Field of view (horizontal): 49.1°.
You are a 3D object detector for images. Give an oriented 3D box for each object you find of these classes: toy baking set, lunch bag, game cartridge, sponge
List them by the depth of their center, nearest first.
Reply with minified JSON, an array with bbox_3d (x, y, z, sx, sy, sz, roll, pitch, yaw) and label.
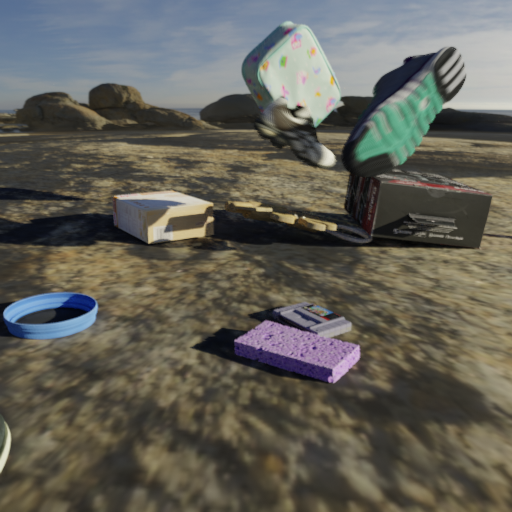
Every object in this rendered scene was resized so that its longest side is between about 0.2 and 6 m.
[{"bbox_3d":[0.479,1.113,6.638,1.334,0.199,0.744,10,19,32],"label":"sponge"},{"bbox_3d":[0.750,0.861,7.590,0.623,0.185,0.961,-16,22,-32],"label":"game cartridge"},{"bbox_3d":[0.995,-0.681,11.875,3.340,0.389,2.563,5,12,-41],"label":"toy baking set"},{"bbox_3d":[0.919,-4.220,13.618,2.002,2.496,0.962,-48,44,-9],"label":"lunch bag"}]

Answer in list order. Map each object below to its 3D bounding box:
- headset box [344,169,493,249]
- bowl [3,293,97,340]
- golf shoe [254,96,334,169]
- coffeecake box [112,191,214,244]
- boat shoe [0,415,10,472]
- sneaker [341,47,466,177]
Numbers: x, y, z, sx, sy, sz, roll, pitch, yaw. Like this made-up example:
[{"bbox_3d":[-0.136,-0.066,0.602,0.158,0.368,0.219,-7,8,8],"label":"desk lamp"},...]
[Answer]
[{"bbox_3d":[3.392,-1.124,12.159,2.320,1.204,3.118,6,17,-5],"label":"headset box"},{"bbox_3d":[-2.778,0.810,7.616,1.207,0.237,1.207,0,16,0],"label":"bowl"},{"bbox_3d":[0.892,-2.246,10.324,1.869,0.883,0.727,21,25,-36],"label":"golf shoe"},{"bbox_3d":[-2.135,-0.922,12.628,1.569,0.747,2.044,-10,19,-32],"label":"coffeecake box"},{"bbox_3d":[-2.648,1.584,3.927,0.908,0.805,2.429,5,17,17],"label":"boat shoe"},{"bbox_3d":[2.356,-2.513,9.925,3.005,1.118,1.315,-44,34,-16],"label":"sneaker"}]
